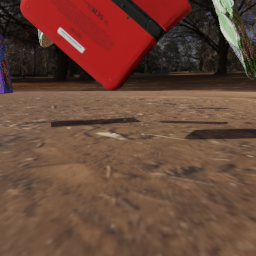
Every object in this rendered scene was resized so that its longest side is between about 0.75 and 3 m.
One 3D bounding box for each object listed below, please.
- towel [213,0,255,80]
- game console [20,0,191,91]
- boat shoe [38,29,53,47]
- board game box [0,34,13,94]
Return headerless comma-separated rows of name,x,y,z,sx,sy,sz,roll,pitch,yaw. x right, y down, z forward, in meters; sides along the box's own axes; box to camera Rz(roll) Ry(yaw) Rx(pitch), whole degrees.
towel,2.352,-2.561,6.678,0.333,2.170,2.844,-29,-32,23
game console,-0.429,-2.610,6.129,2.771,2.388,1.645,41,23,1
boat shoe,-2.161,-2.914,7.535,0.624,0.529,1.713,-31,-14,-33
board game box,-3.919,-1.937,8.373,0.408,1.824,1.226,-8,9,-11
